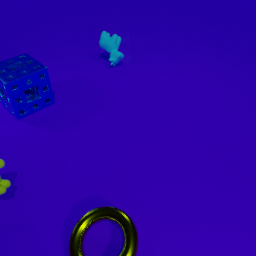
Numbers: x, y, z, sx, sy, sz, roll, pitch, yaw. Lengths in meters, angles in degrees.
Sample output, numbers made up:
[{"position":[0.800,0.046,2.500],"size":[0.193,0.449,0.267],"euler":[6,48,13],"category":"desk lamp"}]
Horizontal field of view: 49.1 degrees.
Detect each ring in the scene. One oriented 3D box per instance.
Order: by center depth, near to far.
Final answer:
[{"position":[-0.494,2.252,5.553],"size":[1.435,0.287,1.435],"euler":[-8,53,11],"category":"ring"}]

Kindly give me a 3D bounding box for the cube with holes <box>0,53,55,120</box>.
[{"position":[-3.483,-1.390,9.203],"size":[1.384,1.384,1.384],"euler":[-32,50,-31],"category":"cube with holes"}]

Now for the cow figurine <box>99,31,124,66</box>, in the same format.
[{"position":[-0.704,-3.208,11.396],"size":[1.209,1.190,0.664],"euler":[24,11,21],"category":"cow figurine"}]

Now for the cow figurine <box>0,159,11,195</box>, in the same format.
[{"position":[-3.298,1.016,6.153],"size":[1.126,1.144,0.628],"euler":[-9,17,1],"category":"cow figurine"}]
